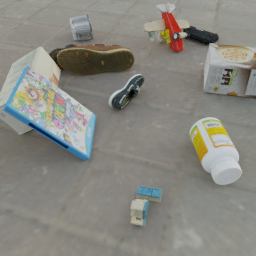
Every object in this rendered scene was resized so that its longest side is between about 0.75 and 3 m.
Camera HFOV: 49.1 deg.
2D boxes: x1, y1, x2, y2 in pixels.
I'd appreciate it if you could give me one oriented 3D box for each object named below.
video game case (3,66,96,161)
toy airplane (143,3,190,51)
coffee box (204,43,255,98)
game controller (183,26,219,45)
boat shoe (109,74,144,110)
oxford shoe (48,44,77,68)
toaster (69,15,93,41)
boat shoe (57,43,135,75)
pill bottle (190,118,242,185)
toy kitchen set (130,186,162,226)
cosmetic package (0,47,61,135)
[{"bbox_3d":[-1.977,-0.411,7.776,0.227,2.550,1.825,-34,34,28],"label":"video game case"},{"bbox_3d":[1.731,-4.456,12.447,2.016,1.423,2.007,28,61,-14],"label":"toy airplane"},{"bbox_3d":[4.335,-2.019,10.038,2.988,1.191,1.709,9,44,9],"label":"coffee box"},{"bbox_3d":[3.192,-4.500,13.309,2.184,0.460,1.139,32,38,29],"label":"game controller"},{"bbox_3d":[0.088,-1.218,9.657,0.523,0.656,1.735,29,62,28],"label":"boat shoe"},{"bbox_3d":[-2.506,-2.765,11.172,0.862,0.742,2.042,28,50,24],"label":"oxford shoe"},{"bbox_3d":[-2.188,-4.706,13.081,0.912,0.803,1.413,-12,59,-8],"label":"toaster"},{"bbox_3d":[-1.263,-2.773,11.030,2.952,1.063,0.997,-4,37,-11],"label":"boat shoe"},{"bbox_3d":[2.336,0.609,7.455,0.949,0.949,1.709,-5,44,-6],"label":"pill bottle"},{"bbox_3d":[0.446,1.664,6.440,0.600,0.816,1.018,7,44,9],"label":"toy kitchen set"},{"bbox_3d":[-3.114,-1.261,8.970,1.372,1.158,2.653,-23,41,17],"label":"cosmetic package"}]
